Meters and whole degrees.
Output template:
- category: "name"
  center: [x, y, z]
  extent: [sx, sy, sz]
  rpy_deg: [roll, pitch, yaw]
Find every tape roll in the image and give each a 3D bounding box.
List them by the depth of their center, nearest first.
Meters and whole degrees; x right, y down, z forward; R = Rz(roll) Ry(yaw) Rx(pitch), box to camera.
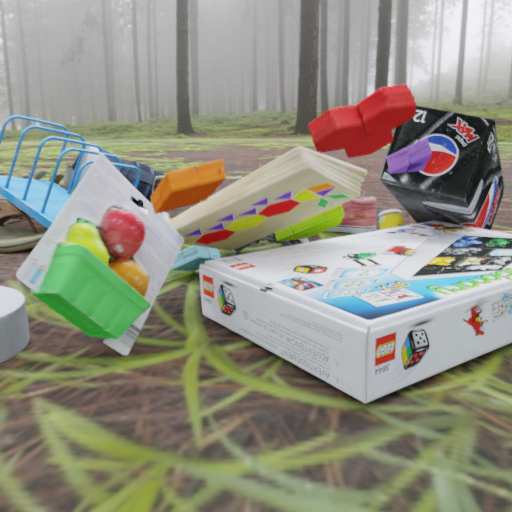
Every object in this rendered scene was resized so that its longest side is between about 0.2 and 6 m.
- category: "tape roll"
  center: [-3.589, 0.847, 6.606]
  extent: [1.668, 0.551, 1.668]
  rpy_deg: [1, 15, 0]

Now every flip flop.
- category: "flip flop"
  center: [-5.475, -0.715, 11.524]
  extent: [3.138, 0.903, 1.272]
  rpy_deg: [10, 17, 10]

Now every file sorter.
- category: "file sorter"
  center: [-4.102, -1.710, 12.011]
  extent: [2.665, 1.635, 1.849]
  rpy_deg: [30, 15, 25]

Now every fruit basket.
- category: "fruit basket"
  center: [-1.706, -0.003, 6.498]
  extent: [0.832, 1.643, 1.774]
  rpy_deg: [-10, 48, 35]

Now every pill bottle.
- category: "pill bottle"
  center: [2.638, -0.449, 10.806]
  extent: [0.454, 0.817, 0.454]
  rpy_deg: [-4, -13, -1]

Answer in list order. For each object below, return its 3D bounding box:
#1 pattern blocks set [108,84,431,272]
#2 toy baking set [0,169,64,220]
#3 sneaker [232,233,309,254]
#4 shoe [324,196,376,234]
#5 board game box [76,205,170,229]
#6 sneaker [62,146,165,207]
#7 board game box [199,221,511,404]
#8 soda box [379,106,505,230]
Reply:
- category: "pattern blocks set"
  center: [0.142, -0.731, 7.794]
  extent: [4.553, 0.369, 4.002]
  rpy_deg: [-21, -14, 18]
- category: "toy baking set"
  center: [-5.702, -1.437, 13.608]
  extent: [2.212, 0.257, 1.697]
  rpy_deg: [-39, -12, 1]
- category: "sneaker"
  center: [0.063, -0.374, 10.884]
  extent: [1.899, 1.081, 0.717]
  rpy_deg: [35, -5, -3]
- category: "shoe"
  center: [1.834, -1.017, 12.915]
  extent: [1.892, 0.861, 0.676]
  rpy_deg: [7, 15, 22]
- category: "board game box"
  center: [-2.598, -0.541, 10.676]
  extent: [1.909, 0.655, 2.309]
  rpy_deg: [13, 12, -13]
- category: "sneaker"
  center: [-3.810, -1.668, 14.827]
  extent: [2.457, 1.293, 3.400]
  rpy_deg: [16, -17, -29]
- category: "board game box"
  center: [2.112, 0.373, 7.705]
  extent: [4.907, 0.849, 3.098]
  rpy_deg: [-10, 17, -33]
- category: "soda box"
  center: [3.481, -1.256, 9.999]
  extent: [1.447, 1.295, 4.089]
  rpy_deg: [20, 1, 27]
